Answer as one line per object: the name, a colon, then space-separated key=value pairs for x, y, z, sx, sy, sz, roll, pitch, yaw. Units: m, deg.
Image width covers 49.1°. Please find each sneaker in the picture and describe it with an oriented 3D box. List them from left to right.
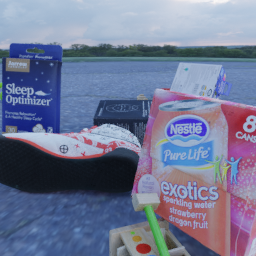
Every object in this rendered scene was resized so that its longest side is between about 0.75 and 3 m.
sneaker: x=-1.111 y=0.467 z=5.239 sx=2.826 sy=0.944 sz=1.514 roll=5 pitch=16 yaw=3

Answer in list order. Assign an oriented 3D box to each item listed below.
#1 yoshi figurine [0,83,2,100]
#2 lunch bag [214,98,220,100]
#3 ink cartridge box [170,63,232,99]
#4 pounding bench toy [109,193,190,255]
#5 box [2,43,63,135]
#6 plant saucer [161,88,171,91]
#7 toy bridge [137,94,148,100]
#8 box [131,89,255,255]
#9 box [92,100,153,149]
yoshi figurine: x=-4.509 y=-1.341 z=11.631 sx=1.813 sy=1.019 sz=1.015 roll=13 pitch=58 yaw=-3
lunch bag: x=1.672 y=-0.263 z=7.164 sx=1.379 sy=1.156 sz=0.961 roll=16 pitch=23 yaw=41
ink cartridge box: x=2.918 y=-1.709 z=11.110 sx=2.169 sy=1.480 sz=0.828 roll=13 pitch=-13 yaw=37
pounding bench toy: x=0.256 y=1.217 z=2.579 sx=0.645 sy=1.039 sz=0.810 roll=-6 pitch=17 yaw=-20
box: x=-2.407 y=-0.902 z=7.006 sx=1.452 sy=2.398 sz=0.388 roll=4 pitch=7 yaw=7
plant saucer: x=2.280 y=-1.636 z=13.100 sx=1.606 sy=0.295 sz=1.603 roll=-2 pitch=17 yaw=-4
toy bridge: x=0.585 y=-1.307 z=12.250 sx=0.385 sy=0.156 sz=1.145 roll=-3 pitch=17 yaw=-6
box: x=1.616 y=0.440 z=3.547 sx=2.815 sy=1.333 sz=1.445 roll=5 pitch=11 yaw=-41
box: x=0.058 y=-0.087 z=6.826 sx=1.663 sy=0.891 sz=1.235 roll=1 pitch=25 yaw=2
